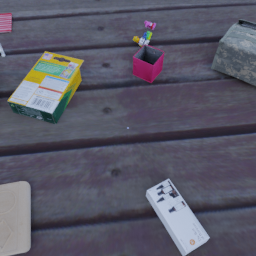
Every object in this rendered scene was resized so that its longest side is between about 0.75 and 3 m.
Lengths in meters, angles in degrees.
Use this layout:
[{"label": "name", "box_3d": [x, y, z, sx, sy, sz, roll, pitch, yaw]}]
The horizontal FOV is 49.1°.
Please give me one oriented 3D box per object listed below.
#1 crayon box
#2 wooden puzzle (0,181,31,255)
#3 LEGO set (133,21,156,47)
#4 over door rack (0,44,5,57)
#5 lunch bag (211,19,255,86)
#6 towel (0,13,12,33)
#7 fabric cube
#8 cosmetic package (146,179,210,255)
[{"label": "crayon box", "box_3d": [-2.595, -1.399, 9.325, 1.541, 0.632, 2.451, 15, 57, 10]}, {"label": "wooden puzzle", "box_3d": [-3.386, 2.316, 6.873, 1.936, 0.448, 1.793, -7, 56, -10]}, {"label": "LEGO set", "box_3d": [0.562, -3.551, 10.855, 0.590, 0.548, 1.438, 24, 56, -6]}, {"label": "over door rack", "box_3d": [-5.263, -2.821, 9.372, 1.747, 2.365, 0.788, -21, 78, -15]}, {"label": "lunch bag", "box_3d": [4.469, -2.812, 9.842, 2.052, 1.471, 2.502, 29, 54, 19]}, {"label": "towel", "box_3d": [-5.333, -4.385, 11.725, 0.909, 0.141, 1.256, -9, 57, -9]}, {"label": "fabric cube", "box_3d": [0.713, -2.260, 9.814, 0.816, 0.829, 0.832, 27, 60, 19]}, {"label": "cosmetic package", "box_3d": [1.184, 2.167, 6.949, 0.708, 0.434, 1.715, -25, 59, -16]}]
